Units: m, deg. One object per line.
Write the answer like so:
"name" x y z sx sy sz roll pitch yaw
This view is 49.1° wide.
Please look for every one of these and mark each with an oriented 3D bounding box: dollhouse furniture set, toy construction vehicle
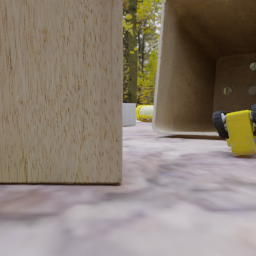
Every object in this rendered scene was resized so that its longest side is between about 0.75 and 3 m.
"dollhouse furniture set" -1.366 -0.863 3.271 2.727 2.336 2.867 0 3 1
"toy construction vehicle" 2.207 0.034 3.503 1.796 0.726 2.063 -11 -6 30

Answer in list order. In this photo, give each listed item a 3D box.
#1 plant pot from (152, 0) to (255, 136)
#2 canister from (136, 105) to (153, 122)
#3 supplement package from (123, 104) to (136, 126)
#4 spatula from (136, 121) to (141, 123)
"plant pot" 2.544 -1.168 6.104 2.993 2.997 2.653 2 -6 31
"canister" 1.578 -0.727 14.518 1.516 0.883 2.041 -2 5 -35
"supplement package" -0.504 -0.465 10.044 1.404 0.821 0.823 -1 3 -33
"spatula" -0.308 -0.370 14.402 1.502 0.174 2.161 -1 3 -25
